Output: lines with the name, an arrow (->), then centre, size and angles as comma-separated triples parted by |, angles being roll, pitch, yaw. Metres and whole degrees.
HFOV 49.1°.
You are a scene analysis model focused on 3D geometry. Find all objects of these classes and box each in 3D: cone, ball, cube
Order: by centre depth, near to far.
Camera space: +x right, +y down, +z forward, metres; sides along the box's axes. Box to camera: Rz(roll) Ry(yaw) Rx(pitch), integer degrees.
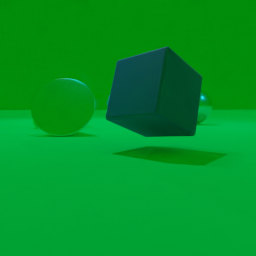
cube -> 0.399, -0.452, 4.122 | 0.958, 0.958, 0.958 | -3, -19, 43
cone -> -1.467, -0.230, 6.997 | 1.451, 1.451, 1.456 | 0, -22, 0
ball -> 2.553, -0.839, 10.865 | 1.381, 1.381, 1.381 | 0, 4, 0

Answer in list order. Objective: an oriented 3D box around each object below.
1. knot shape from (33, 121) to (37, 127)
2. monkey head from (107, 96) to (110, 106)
knot shape -> -2.184, -0.687, 9.408 | 1.874, 0.925, 2.003 | -11, 11, -4
monkey head -> -0.482, -1.551, 13.494 | 1.061, 1.267, 1.761 | -16, -2, -22
